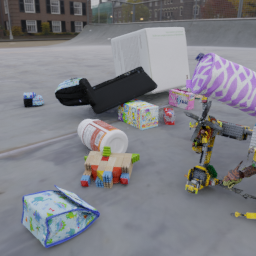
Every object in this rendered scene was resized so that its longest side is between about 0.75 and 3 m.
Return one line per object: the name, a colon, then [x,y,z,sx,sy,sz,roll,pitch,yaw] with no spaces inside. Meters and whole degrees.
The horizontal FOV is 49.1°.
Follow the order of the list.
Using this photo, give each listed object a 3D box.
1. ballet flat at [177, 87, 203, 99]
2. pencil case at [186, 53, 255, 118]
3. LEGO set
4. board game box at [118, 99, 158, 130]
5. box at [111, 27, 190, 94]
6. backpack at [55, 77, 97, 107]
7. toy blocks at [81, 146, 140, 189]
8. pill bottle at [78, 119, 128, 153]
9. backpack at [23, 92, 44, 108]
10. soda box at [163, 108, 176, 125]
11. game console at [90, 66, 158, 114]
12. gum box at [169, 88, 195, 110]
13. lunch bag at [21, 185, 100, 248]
ballet flat: [3.133,-1.792,14.200,1.523,0.512,0.518,5,21,13]
pencil case: [3.077,-0.958,7.662,2.922,1.249,1.226,22,54,-11]
LEGO set: [2.159,0.708,5.360,2.724,2.095,1.578,25,15,35]
board game box: [0.360,-0.555,10.527,0.792,0.778,1.510,-14,25,-33]
box: [1.174,-3.331,14.224,2.980,2.995,2.566,-18,15,-40]
backpack: [-2.035,-1.330,10.573,1.421,1.160,1.093,-18,43,12]
toy blocks: [-0.492,1.017,6.696,1.442,0.721,0.986,3,32,10]
pill bottle: [-0.798,0.273,8.150,0.905,0.905,1.613,-14,25,-34]
backpack: [-4.308,-1.311,12.828,0.878,0.590,0.801,-4,20,-14]
soda box: [1.599,-0.462,10.887,0.385,0.348,1.099,2,20,2]
game console: [-0.298,-1.318,11.662,2.623,1.527,2.307,-24,-16,-7]
gum box: [2.392,-1.327,12.675,0.413,0.709,1.249,-16,26,-36]
lunch bag: [-1.229,1.537,5.167,1.128,0.719,0.959,-2,16,-44]
